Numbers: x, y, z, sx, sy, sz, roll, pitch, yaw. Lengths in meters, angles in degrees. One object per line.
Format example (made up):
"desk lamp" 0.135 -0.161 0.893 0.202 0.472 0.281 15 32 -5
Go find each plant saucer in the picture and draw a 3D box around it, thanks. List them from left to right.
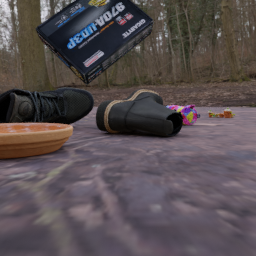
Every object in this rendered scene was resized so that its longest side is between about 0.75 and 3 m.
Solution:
"plant saucer" -1.708 0.149 3.992 1.820 0.341 1.820 0 4 0

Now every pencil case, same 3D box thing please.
"pencil case" 1.670 -0.440 9.053 0.654 0.654 1.481 -2 5 -20

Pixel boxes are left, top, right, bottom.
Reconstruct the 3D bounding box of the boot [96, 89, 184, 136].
"boot" 0.708 -0.296 6.602 1.761 0.986 2.546 8 22 31

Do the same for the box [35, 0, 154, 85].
"box" -1.016 -3.065 8.817 2.893 2.299 0.665 -41 -14 -14

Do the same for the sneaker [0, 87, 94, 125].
"sneaker" -2.107 -0.459 6.986 2.828 1.081 1.620 -5 8 -22

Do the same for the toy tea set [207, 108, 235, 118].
"toy tea set" 4.237 -0.698 12.813 1.223 0.453 0.727 3 6 28
